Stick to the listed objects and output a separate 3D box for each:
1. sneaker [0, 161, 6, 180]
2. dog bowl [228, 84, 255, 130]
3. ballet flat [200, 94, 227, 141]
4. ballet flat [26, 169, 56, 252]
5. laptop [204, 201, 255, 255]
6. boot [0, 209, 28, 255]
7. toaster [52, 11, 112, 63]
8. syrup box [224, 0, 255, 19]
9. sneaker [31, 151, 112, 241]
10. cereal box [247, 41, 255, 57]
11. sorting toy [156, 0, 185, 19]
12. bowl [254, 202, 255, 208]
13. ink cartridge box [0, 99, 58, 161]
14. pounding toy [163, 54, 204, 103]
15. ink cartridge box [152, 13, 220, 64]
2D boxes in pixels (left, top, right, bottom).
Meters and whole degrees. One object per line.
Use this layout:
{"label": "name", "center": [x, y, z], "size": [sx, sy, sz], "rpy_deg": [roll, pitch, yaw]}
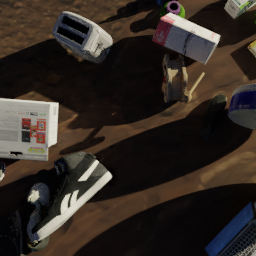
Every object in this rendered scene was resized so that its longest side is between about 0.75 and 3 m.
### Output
{"label": "sneaker", "center": [-4.493, 1.621, 9.198], "size": [0.442, 0.524, 1.197], "rpy_deg": [20, 78, 34]}
{"label": "dog bowl", "center": [4.380, -0.580, 8.979], "size": [2.143, 2.143, 0.844], "rpy_deg": [18, 80, 4]}
{"label": "ballet flat", "center": [2.999, -0.415, 9.890], "size": [0.609, 0.521, 1.833], "rpy_deg": [18, 71, 32]}
{"label": "ballet flat", "center": [-2.782, 2.572, 8.892], "size": [0.873, 0.878, 2.567], "rpy_deg": [-2, 76, 2]}
{"label": "laptop", "center": [3.570, 3.653, 8.470], "size": [1.973, 1.221, 2.107], "rpy_deg": [-41, 80, -8]}
{"label": "boot", "center": [-3.805, 3.429, 8.863], "size": [1.117, 0.543, 1.484], "rpy_deg": [-13, 74, -4]}
{"label": "toaster", "center": [-1.660, -3.212, 9.802], "size": [2.131, 1.376, 1.211], "rpy_deg": [30, 96, 11]}
{"label": "syrup box", "center": [4.582, -4.996, 10.781], "size": [1.594, 0.649, 0.628], "rpy_deg": [-36, 80, -7]}
{"label": "sneaker", "center": [-2.078, 1.906, 8.772], "size": [2.952, 1.079, 1.651], "rpy_deg": [-39, 80, -29]}
{"label": "cereal box", "center": [5.273, -2.809, 10.465], "size": [0.948, 0.260, 1.317], "rpy_deg": [-32, 79, -7]}
{"label": "sorting toy", "center": [1.701, -5.022, 10.705], "size": [1.168, 0.798, 1.944], "rpy_deg": [8, 77, 2]}
{"label": "bowl", "center": [4.584, 2.260, 8.233], "size": [1.317, 2.447, 2.447], "rpy_deg": [-32, 79, -1]}
{"label": "ink cartridge box", "center": [-3.552, 0.034, 9.350], "size": [2.172, 0.911, 1.907], "rpy_deg": [5, 97, 1]}
{"label": "pounding toy", "center": [1.900, -1.587, 9.788], "size": [1.247, 1.243, 2.174], "rpy_deg": [-1, 58, 0]}
{"label": "ink cartridge box", "center": [2.072, -3.178, 9.866], "size": [2.045, 0.847, 1.499], "rpy_deg": [27, 33, 6]}
